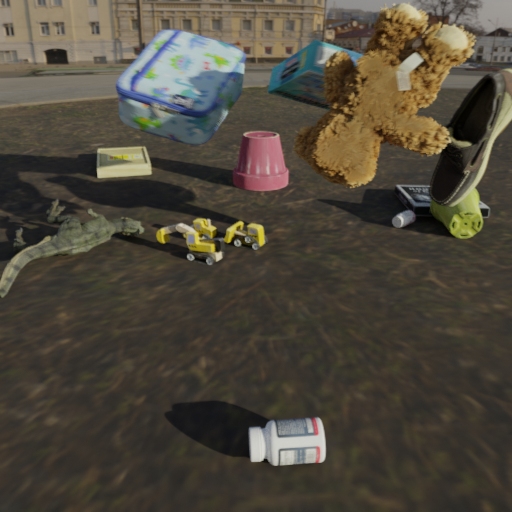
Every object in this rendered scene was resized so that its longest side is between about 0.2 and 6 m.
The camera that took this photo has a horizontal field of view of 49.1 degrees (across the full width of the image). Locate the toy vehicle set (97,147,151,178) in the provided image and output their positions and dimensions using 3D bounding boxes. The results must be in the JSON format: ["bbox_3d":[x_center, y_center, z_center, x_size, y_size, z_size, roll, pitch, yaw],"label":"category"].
[{"bbox_3d":[-4.054,-2.888,17.079,1.510,0.322,2.431,-5,24,-13],"label":"toy vehicle set"}]

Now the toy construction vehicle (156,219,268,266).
[{"bbox_3d":[-0.854,-0.428,10.962,1.727,0.608,1.504,13,26,28],"label":"toy construction vehicle"}]

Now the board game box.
[{"bbox_3d":[1.428,-3.278,10.584,1.787,0.555,2.367,11,4,-16],"label":"board game box"}]

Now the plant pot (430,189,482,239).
[{"bbox_3d":[4.277,-0.878,11.753,1.023,1.023,0.941,1,35,2],"label":"plant pot"}]

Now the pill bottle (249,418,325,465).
[{"bbox_3d":[0.303,1.902,5.728,0.739,0.442,0.442,-2,23,-4],"label":"pill bottle"}]

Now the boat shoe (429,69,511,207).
[{"bbox_3d":[3.286,-1.831,8.873,0.772,2.382,0.872,-6,40,-31],"label":"boat shoe"}]

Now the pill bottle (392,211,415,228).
[{"bbox_3d":[3.216,-0.796,12.226,0.521,0.296,0.296,-22,31,-40],"label":"pill bottle"}]

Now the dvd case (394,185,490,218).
[{"bbox_3d":[4.340,-1.328,13.343,1.668,0.274,2.219,1,20,2],"label":"dvd case"}]

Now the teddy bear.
[{"bbox_3d":[1.825,-2.268,8.082,2.130,2.938,0.981,17,-4,9],"label":"teddy bear"}]

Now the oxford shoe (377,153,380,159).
[{"bbox_3d":[1.892,-1.989,10.450,0.967,0.743,2.572,44,16,0],"label":"oxford shoe"}]

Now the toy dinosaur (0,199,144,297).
[{"bbox_3d":[-3.733,-0.337,10.636,1.513,0.815,3.433,22,34,29],"label":"toy dinosaur"}]

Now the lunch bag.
[{"bbox_3d":[-1.472,-3.386,11.047,2.036,1.044,2.533,19,51,8],"label":"lunch bag"}]

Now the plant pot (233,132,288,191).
[{"bbox_3d":[0.116,-2.604,15.124,1.511,1.352,1.511,0,23,0],"label":"plant pot"}]
